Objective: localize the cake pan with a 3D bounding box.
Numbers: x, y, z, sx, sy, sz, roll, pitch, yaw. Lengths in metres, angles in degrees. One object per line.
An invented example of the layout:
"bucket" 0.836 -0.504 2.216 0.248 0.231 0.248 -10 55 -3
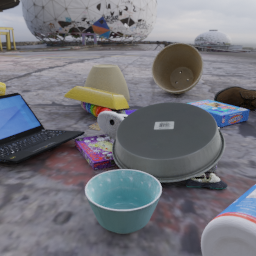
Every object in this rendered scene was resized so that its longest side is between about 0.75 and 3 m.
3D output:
"cake pan" 0.948 0.171 7.048 2.848 0.522 2.848 -8 33 5

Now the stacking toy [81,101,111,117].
"stacking toy" -1.148 -0.759 11.077 0.834 0.834 1.954 -11 28 -28

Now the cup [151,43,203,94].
"cup" 2.802 -2.977 15.204 2.658 2.658 1.901 8 -6 21

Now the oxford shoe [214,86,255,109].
"oxford shoe" 5.039 -1.283 12.186 2.570 0.934 1.085 -3 21 -9

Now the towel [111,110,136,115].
"towel" 0.008 -0.540 11.191 1.529 0.174 1.098 -1 18 -3

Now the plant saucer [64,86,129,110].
"plant saucer" -1.181 -1.292 11.614 2.215 0.537 2.216 14 9 12

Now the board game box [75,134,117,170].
"board game box" -0.746 0.612 7.804 1.060 0.285 1.765 -13 23 -23

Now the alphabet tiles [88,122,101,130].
"alphabet tiles" -0.987 -0.070 10.066 0.694 0.026 0.834 9 21 25

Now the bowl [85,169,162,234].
"bowl" -0.081 1.346 4.971 1.338 0.700 1.338 0 19 0

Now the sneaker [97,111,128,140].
"sneaker" 0.280 -0.007 8.838 2.355 0.860 1.317 22 24 30

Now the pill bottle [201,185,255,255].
"pill bottle" 2.100 1.426 4.047 2.106 1.182 1.182 -16 25 -41

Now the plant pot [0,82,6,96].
"plant pot" -6.689 -1.902 13.768 1.125 1.196 1.196 5 13 -35

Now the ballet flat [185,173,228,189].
"ballet flat" 1.724 1.148 6.132 0.924 0.337 0.337 2 19 5

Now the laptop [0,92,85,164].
"laptop" -3.190 -0.177 8.133 2.805 1.449 2.486 2 18 34

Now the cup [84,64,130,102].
"cup" -1.079 -2.207 13.691 2.353 1.683 2.353 1 19 0

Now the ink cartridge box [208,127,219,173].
"ink cartridge box" 1.906 0.467 7.761 1.174 0.543 2.156 6 19 18

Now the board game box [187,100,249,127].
"board game box" 3.368 -0.629 10.988 1.563 0.462 2.055 -11 22 -30
